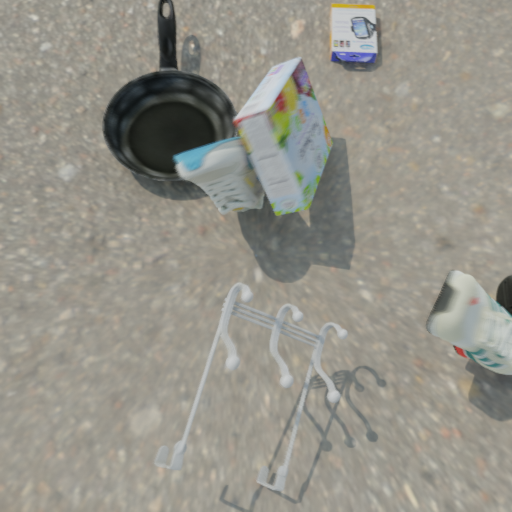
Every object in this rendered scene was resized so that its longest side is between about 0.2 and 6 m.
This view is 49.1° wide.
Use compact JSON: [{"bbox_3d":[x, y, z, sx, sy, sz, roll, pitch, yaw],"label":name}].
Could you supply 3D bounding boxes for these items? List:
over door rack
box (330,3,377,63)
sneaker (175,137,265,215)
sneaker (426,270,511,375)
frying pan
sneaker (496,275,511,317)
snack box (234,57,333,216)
[{"bbox_3d":[0.088,1.814,7.192,1.830,0.825,2.477,25,85,-30],"label":"over door rack"},{"bbox_3d":[2.020,-4.600,11.714,0.944,0.329,1.585,3,66,2],"label":"box"},{"bbox_3d":[-0.411,-1.215,8.770,0.979,2.559,1.033,-11,90,19],"label":"sneaker"},{"bbox_3d":[3.171,0.987,7.385,1.239,2.650,0.933,21,81,36],"label":"sneaker"},{"bbox_3d":[-1.938,-3.033,10.620,2.451,0.659,4.051,-24,70,-14],"label":"frying pan"},{"bbox_3d":[4.644,1.327,8.589,1.329,0.872,2.309,-9,71,-15],"label":"sneaker"},{"bbox_3d":[0.540,-1.982,9.072,0.630,1.690,2.376,-10,32,25],"label":"snack box"}]
